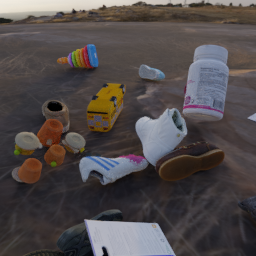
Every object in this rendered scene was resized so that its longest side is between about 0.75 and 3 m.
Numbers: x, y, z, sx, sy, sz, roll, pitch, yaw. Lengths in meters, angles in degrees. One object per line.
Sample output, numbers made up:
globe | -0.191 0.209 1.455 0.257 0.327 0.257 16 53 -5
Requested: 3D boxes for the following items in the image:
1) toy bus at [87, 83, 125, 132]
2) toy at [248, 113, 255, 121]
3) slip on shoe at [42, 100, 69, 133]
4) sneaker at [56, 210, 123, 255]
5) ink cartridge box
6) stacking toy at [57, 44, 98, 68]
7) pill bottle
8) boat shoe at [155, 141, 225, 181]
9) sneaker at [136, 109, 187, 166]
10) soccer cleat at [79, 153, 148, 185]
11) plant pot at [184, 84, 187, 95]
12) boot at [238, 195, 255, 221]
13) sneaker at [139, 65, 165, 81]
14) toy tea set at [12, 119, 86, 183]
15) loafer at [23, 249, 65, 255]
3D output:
toy bus | -0.804 -0.979 11.561 0.934 1.123 2.870 4 27 11
toy | 6.268 -0.428 11.091 1.402 0.575 2.434 -19 32 -35
slip on shoe | -2.964 -0.740 11.383 1.076 0.858 2.831 -7 27 -14
sneaker | -0.542 2.275 5.670 0.941 0.628 1.643 43 28 24
ink cartridge box | 0.127 2.367 4.953 1.695 0.368 1.679 14 22 -28
stacking toy | -3.511 -4.696 19.053 2.761 1.515 1.602 -7 14 9
pill bottle | 3.016 -1.689 10.724 1.486 2.621 1.486 10 -7 1
boat shoe | 1.702 0.901 8.167 2.338 0.823 0.822 -6 31 -30
sneaker | 1.102 -0.029 8.922 0.987 1.549 2.680 30 19 -21
soccer cleat | -0.368 1.206 7.860 1.982 0.692 0.856 3 56 -14
plant pot | 3.314 -1.829 13.638 0.948 0.948 0.849 18 16 31
boot | 3.597 1.969 6.190 1.812 0.627 1.577 -4 27 -4
sneaker | 1.413 -3.202 16.696 0.875 0.790 2.136 10 19 -31
toy tea set | -2.628 0.759 8.679 1.602 0.997 2.694 39 34 9
loafer | -1.851 2.672 4.809 1.922 0.648 0.731 2 25 -34
